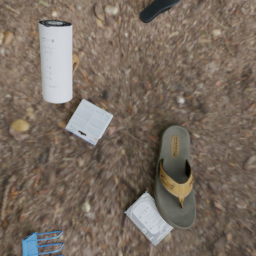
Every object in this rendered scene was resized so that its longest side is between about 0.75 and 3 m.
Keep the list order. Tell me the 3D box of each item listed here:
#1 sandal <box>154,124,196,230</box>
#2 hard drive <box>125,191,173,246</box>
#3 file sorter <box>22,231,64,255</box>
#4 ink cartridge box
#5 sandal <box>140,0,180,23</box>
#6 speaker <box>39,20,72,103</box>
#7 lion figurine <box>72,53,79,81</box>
[{"bbox_3d":[1.401,1.280,7.763,1.208,0.807,2.956,6,78,-6],"label":"sandal"},{"bbox_3d":[0.631,2.533,7.892,0.875,0.237,1.253,-42,84,-6],"label":"hard drive"},{"bbox_3d":[-2.149,3.525,7.354,0.886,1.002,1.444,-7,80,-5],"label":"file sorter"},{"bbox_3d":[-1.153,-0.171,8.356,1.044,0.230,1.064,30,84,5],"label":"ink cartridge box"},{"bbox_3d":[1.032,-3.890,8.968,1.462,0.350,0.549,-31,82,8],"label":"sandal"},{"bbox_3d":[-1.213,-1.099,4.752,0.532,0.532,1.311,6,119,1],"label":"speaker"},{"bbox_3d":[-2.001,-2.275,8.614,1.587,0.575,0.972,42,75,-7],"label":"lion figurine"}]
